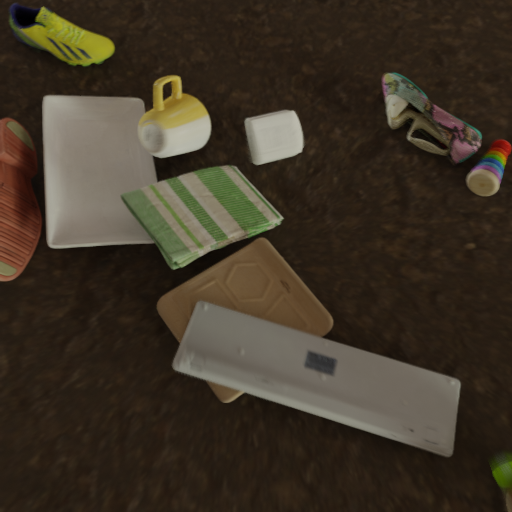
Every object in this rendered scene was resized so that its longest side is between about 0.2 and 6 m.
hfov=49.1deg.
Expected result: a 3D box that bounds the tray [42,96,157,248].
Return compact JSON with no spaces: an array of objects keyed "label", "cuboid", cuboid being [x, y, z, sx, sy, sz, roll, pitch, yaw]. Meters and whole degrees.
[{"label":"tray","cuboid":[-2.876,-1.592,10.370,1.960,0.405,3.650,-4,57,-17]}]

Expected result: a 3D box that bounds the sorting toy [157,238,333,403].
[{"label":"sorting toy","cuboid":[-0.185,0.960,8.873,2.142,0.391,1.983,-33,68,-17]}]

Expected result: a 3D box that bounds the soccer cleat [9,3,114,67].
[{"label":"soccer cleat","cuboid":[-4.294,-4.845,12.204,2.456,1.027,0.794,18,60,11]}]

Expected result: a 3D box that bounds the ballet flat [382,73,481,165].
[{"label":"ballet flat","cuboid":[3.215,-2.690,11.054,0.895,0.869,2.515,-42,66,-3]}]

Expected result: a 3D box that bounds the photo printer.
[{"label":"photo printer","cuboid":[0.371,-2.266,10.617,1.056,0.879,0.367,-18,15,-20]}]

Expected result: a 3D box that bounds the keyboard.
[{"label":"keyboard","cuboid":[0.904,1.736,8.232,4.137,0.221,1.164,17,54,5]}]

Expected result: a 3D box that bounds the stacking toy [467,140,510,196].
[{"label":"stacking toy","cuboid":[4.486,-1.738,10.586,0.572,0.572,1.341,29,58,17]}]

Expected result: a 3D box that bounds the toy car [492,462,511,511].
[{"label":"toy car","cuboid":[3.870,2.947,6.898,1.053,1.335,1.097,-19,73,-27]}]

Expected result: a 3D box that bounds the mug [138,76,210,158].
[{"label":"mug","cuboid":[-1.652,-2.436,10.270,1.364,1.093,1.120,60,36,-10]}]

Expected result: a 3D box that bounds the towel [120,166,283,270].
[{"label":"towel","cuboid":[-0.903,-0.788,9.775,2.312,0.270,1.764,-24,61,-31]}]

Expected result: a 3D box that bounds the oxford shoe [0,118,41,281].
[{"label":"oxford shoe","cuboid":[-4.618,-0.893,9.882,1.204,1.154,3.261,-20,56,15]}]
